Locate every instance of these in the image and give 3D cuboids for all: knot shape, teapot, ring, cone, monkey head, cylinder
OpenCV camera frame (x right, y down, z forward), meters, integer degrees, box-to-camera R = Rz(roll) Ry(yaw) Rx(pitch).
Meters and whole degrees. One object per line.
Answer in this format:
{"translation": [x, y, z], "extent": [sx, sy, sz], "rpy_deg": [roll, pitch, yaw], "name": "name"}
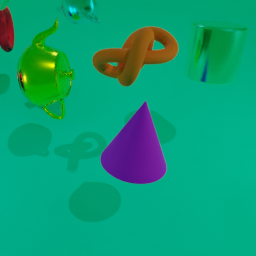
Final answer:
{"translation": [0.033, -1.174, 4.676], "extent": [1.355, 0.669, 1.448], "rpy_deg": [-15, 22, 37], "name": "knot shape"}
{"translation": [-1.540, -1.108, 5.538], "extent": [0.971, 1.983, 1.233], "rpy_deg": [-1, 18, 8], "name": "teapot"}
{"translation": [-3.345, -2.706, 7.645], "extent": [0.246, 1.232, 1.232], "rpy_deg": [-2, 44, -10], "name": "ring"}
{"translation": [0.176, 0.084, 4.349], "extent": [1.104, 1.108, 1.104], "rpy_deg": [8, 29, -4], "name": "cone"}
{"translation": [-1.153, -2.631, 5.841], "extent": [1.090, 0.913, 1.515], "rpy_deg": [-11, 31, -42], "name": "monkey head"}
{"translation": [1.768, -1.553, 5.731], "extent": [1.079, 1.079, 1.079], "rpy_deg": [3, 28, -1], "name": "cylinder"}

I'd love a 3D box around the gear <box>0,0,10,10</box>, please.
{"translation": [-3.610, -3.424, 6.266], "extent": [1.916, 0.354, 1.916], "rpy_deg": [26, 39, -23], "name": "gear"}
